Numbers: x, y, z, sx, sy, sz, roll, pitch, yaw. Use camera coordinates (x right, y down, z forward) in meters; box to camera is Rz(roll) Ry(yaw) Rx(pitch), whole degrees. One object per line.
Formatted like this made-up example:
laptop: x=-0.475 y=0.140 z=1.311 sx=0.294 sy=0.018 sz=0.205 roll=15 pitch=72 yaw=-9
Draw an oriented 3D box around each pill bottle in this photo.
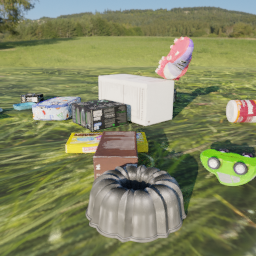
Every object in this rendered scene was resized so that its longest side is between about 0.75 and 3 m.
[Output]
pill bottle: x=4.647 y=-0.643 z=10.729 sx=1.514 sy=0.855 sz=0.855 roll=-1 pitch=16 yaw=-3

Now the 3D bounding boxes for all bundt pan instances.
bundt pan: x=0.126 y=1.135 z=4.804 sx=1.731 sy=0.650 sz=1.731 roll=-1 pitch=16 yaw=0

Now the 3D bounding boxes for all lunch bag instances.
lunch bag: x=-2.964 y=-0.843 z=11.654 sx=1.642 sy=0.774 sz=2.049 roll=3 pitch=15 yaw=16

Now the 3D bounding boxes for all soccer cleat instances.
soccer cleat: x=1.786 y=-2.304 z=9.659 sx=1.029 sy=0.898 sz=2.691 roll=21 pitch=-11 yaw=-8

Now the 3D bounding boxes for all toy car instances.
toy car: x=2.748 y=0.959 z=5.457 sx=2.700 sy=0.640 sz=2.869 roll=10 pitch=18 yaw=33

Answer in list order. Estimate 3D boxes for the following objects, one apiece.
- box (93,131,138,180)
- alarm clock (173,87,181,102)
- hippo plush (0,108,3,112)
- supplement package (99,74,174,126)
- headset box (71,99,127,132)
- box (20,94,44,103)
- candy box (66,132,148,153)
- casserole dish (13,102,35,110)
box: x=-0.232 y=0.631 z=6.561 sx=0.922 sy=0.690 sz=1.840 roll=1 pitch=14 yaw=2
alarm clock: x=1.589 y=-1.816 z=15.202 sx=2.353 sy=0.783 sz=1.587 roll=-3 pitch=16 yaw=0
hippo plush: x=-5.929 y=-0.968 z=12.259 sx=0.643 sy=0.649 sz=0.807 roll=-1 pitch=16 yaw=-3
supplement package: x=0.269 y=-1.247 z=11.434 sx=1.565 sy=1.625 sz=2.857 roll=-14 pitch=23 yaw=-40
headset box: x=-1.114 y=-0.540 z=10.453 sx=1.497 sy=0.798 sz=1.719 roll=-12 pitch=19 yaw=-35
box: x=-5.070 y=-1.569 z=14.837 sx=0.952 sy=0.410 sz=0.780 roll=2 pitch=15 yaw=6
candy box: x=-0.579 y=0.399 z=8.060 sx=2.229 sy=0.294 sz=1.139 roll=-1 pitch=18 yaw=-2
casserole dish: x=-4.914 y=-1.034 z=13.323 sx=0.651 sy=0.209 sz=1.075 roll=15 pitch=22 yaw=41
